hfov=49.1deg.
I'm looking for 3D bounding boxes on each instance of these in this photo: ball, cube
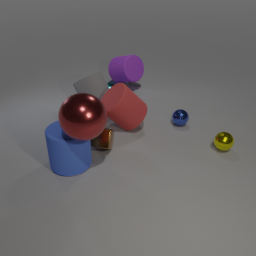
[{"bbox_3d":[3.470,0.478,10.131,0.700,0.700,0.700,0,30,0],"label":"ball"},{"bbox_3d":[-1.298,-0.318,8.102,1.400,1.400,1.400,0,30,0],"label":"ball"},{"bbox_3d":[2.202,-0.442,11.775,0.700,0.700,0.700,0,30,0],"label":"ball"},{"bbox_3d":[-0.925,0.373,10.061,0.700,0.700,0.700,8,-5,7],"label":"cube"}]

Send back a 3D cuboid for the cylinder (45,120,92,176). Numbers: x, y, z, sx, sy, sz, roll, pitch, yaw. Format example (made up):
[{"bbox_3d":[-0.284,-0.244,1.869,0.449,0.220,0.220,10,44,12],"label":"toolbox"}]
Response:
[{"bbox_3d":[-1.932,0.616,9.223,1.400,1.400,1.400,0,30,0],"label":"cylinder"}]

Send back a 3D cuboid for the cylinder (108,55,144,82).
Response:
[{"bbox_3d":[-0.106,-3.166,15.063,1.400,1.400,1.400,-24,21,-36],"label":"cylinder"}]

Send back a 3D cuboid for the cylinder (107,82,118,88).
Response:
[{"bbox_3d":[-0.699,-1.988,14.466,0.700,0.700,0.700,18,35,28],"label":"cylinder"}]

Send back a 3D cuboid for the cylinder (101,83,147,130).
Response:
[{"bbox_3d":[-0.180,-0.838,11.210,1.400,1.400,1.400,-29,40,29],"label":"cylinder"}]

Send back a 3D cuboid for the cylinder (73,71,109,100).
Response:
[{"bbox_3d":[-1.557,-1.667,12.674,1.400,1.400,1.400,-25,7,3],"label":"cylinder"}]
